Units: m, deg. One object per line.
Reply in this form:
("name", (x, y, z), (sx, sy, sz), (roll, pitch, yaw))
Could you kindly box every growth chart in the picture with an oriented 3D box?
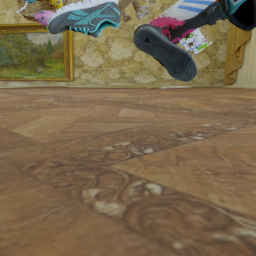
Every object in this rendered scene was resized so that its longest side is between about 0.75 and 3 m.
("growth chart", (1.890, -2.672, 8.329), (0.725, 1.002, 0.089), (-39, 8, 18))

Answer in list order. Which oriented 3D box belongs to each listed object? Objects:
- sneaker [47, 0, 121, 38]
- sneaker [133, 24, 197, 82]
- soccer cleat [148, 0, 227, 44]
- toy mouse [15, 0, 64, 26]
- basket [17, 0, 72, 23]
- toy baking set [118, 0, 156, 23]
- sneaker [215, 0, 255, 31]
("sneaker", (-0.816, -2.036, 5.393), (1.501, 0.685, 0.582), (-19, 0, 6))
("sneaker", (0.821, -1.680, 6.056), (1.632, 0.624, 0.935), (30, 30, -17))
("soccer cleat", (1.519, -3.139, 7.858), (2.652, 1.145, 0.926), (-20, -30, 9))
("toy mouse", (-2.209, -3.185, 7.173), (1.417, 1.595, 0.309), (-34, 22, -36))
("basket", (-2.449, -3.697, 8.437), (1.510, 1.078, 1.125), (-8, 5, -5))
("toy baking set", (0.339, -3.331, 7.535), (2.052, 0.239, 1.575), (-23, -2, 44))
("sneaker", (1.992, -2.896, 5.466), (0.861, 0.963, 2.411), (-35, -47, 23))
